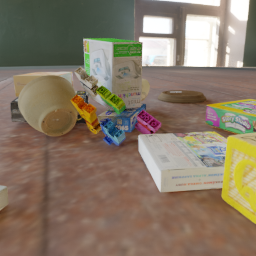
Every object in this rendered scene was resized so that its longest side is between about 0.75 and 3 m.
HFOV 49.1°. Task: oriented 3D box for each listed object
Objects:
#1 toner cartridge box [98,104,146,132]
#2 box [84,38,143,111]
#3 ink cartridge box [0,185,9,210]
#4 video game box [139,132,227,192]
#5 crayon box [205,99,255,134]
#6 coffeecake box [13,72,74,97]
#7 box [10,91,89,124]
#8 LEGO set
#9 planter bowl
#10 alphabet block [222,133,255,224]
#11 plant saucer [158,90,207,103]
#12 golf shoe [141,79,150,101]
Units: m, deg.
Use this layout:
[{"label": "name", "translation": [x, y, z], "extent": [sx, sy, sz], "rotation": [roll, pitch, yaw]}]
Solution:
[{"label": "toner cartridge box", "translation": [-0.118, -0.397, 9.137], "extent": [1.034, 0.470, 2.177], "rotation": [2, 16, 14]}, {"label": "box", "translation": [-0.533, -1.874, 9.328], "extent": [1.129, 2.061, 2.336], "rotation": [-9, 23, -27]}, {"label": "ink cartridge box", "translation": [-2.688, 1.141, 3.856], "extent": [1.478, 0.322, 1.283], "rotation": [4, 14, 12]}, {"label": "video game box", "translation": [1.294, 0.571, 5.623], "extent": [1.868, 0.480, 2.051], "rotation": [-4, 16, -7]}, {"label": "crayon box", "translation": [3.910, -0.279, 8.284], "extent": [2.072, 0.700, 2.401], "rotation": [-10, 18, -28]}, {"label": "coffeecake box", "translation": [-2.838, -1.555, 9.738], "extent": [1.467, 0.698, 1.912], "rotation": [-1, 14, 2]}, {"label": "box", "translation": [-2.639, -0.863, 10.202], "extent": [2.410, 0.734, 2.990], "rotation": [0, 16, -7]}, {"label": "LEGO set", "translation": [-0.574, -0.274, 7.522], "extent": [2.889, 1.185, 1.102], "rotation": [38, 70, 24]}, {"label": "planter bowl", "translation": [-2.076, -0.467, 7.775], "extent": [1.649, 1.649, 1.110], "rotation": [-9, 45, -30]}, {"label": "alphabet block", "translation": [2.182, 0.697, 4.015], "extent": [1.135, 1.108, 1.114], "rotation": [-4, 14, -19]}, {"label": "plant saucer", "translation": [2.630, -1.563, 13.680], "extent": [2.355, 0.347, 2.355], "rotation": [-1, 15, 0]}, {"label": "golf shoe", "translation": [0.337, -1.630, 11.464], "extent": [0.933, 1.158, 2.382], "rotation": [41, 44, 8]}]
